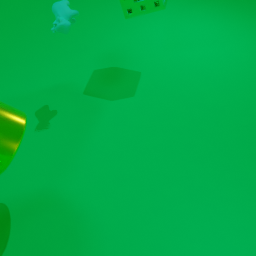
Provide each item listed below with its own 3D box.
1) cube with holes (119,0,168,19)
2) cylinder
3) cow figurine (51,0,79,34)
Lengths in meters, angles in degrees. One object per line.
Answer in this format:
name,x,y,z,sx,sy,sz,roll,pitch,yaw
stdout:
cube with holes,0.426,-4.207,8.330,1.237,1.237,1.237,-7,39,20
cylinder,-2.760,0.047,5.037,1.345,1.345,1.345,29,41,-34
cow figurine,-1.740,-2.891,7.295,0.927,0.517,0.942,-32,78,-40
